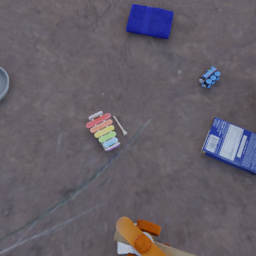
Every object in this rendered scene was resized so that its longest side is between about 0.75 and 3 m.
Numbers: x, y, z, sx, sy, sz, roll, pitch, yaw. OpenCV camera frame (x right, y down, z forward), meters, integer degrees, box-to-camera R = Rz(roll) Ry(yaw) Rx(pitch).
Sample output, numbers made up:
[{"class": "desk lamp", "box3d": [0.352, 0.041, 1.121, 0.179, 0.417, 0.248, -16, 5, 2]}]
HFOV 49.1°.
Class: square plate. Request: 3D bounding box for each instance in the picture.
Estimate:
[{"class": "square plate", "box3d": [0.093, 3.145, 7.986, 0.792, 0.114, 0.799, -2, 68, 0]}]

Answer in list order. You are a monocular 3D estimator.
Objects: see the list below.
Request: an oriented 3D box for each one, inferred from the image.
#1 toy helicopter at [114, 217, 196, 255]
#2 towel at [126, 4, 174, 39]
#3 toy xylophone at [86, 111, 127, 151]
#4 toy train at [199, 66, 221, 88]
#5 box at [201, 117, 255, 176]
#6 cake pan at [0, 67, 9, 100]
[{"class": "toy helicopter", "box3d": [0.884, 2.822, 6.438, 2.877, 1.903, 1.135, 3, 61, 36]}, {"class": "towel", "box3d": [0.839, -4.068, 10.791, 1.693, 0.420, 1.250, 12, 75, 5]}, {"class": "toy xylophone", "box3d": [-0.670, 0.060, 9.111, 1.008, 0.346, 1.376, -35, 72, -14]}, {"class": "toy train", "box3d": [2.874, -1.777, 9.872, 0.830, 0.360, 0.474, -41, 64, -13]}, {"class": "box", "box3d": [3.541, 0.628, 8.876, 2.133, 0.346, 1.292, 23, 70, 11]}, {"class": "cake pan", "box3d": [-4.900, -1.475, 9.764, 1.579, 0.290, 1.579, 0, 68, 0]}]
